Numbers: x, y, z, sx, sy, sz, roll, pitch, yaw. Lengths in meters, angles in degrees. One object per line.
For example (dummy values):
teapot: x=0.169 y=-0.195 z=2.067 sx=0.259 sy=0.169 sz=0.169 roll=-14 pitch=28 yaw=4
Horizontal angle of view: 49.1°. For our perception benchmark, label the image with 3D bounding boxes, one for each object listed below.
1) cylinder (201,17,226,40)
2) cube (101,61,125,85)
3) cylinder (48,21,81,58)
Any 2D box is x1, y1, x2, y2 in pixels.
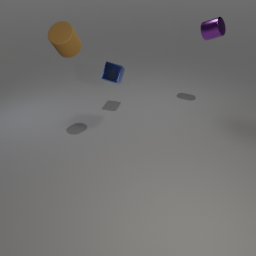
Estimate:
cylinder: x=3.231 y=-3.761 z=10.633 sx=0.700 sy=0.700 sz=0.700 roll=-3 pitch=21 yaw=43
cube: x=-0.593 y=-2.207 z=11.325 sx=0.700 sy=0.700 sz=0.700 roll=17 pitch=5 yaw=6
cylinder: x=-1.698 y=-2.375 z=7.568 sx=0.700 sy=0.700 sz=0.700 roll=-3 pitch=73 yaw=9
